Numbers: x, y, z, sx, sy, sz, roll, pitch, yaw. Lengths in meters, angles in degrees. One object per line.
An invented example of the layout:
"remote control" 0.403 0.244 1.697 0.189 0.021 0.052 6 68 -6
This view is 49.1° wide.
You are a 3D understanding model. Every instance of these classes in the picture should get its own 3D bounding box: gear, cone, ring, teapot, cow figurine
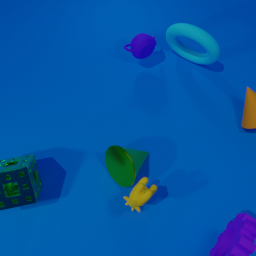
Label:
"gear" 1.817 2.188 5.000 0.262 1.416 1.416 33 67 14
"cone" 0.163 0.747 6.747 1.031 1.027 1.027 -20 61 -40
"ring" 1.768 -2.285 7.708 1.602 1.602 0.320 29 85 14
"teapot" 0.407 -2.314 7.765 1.170 0.727 0.573 -22 65 -27
"cone" 3.137 -0.610 6.970 0.927 0.927 0.930 -31 103 -15
"cow figurine" 0.215 1.497 6.033 0.499 0.909 0.895 41 105 10

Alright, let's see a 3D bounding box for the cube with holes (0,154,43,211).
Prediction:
"cube with holes" -2.447 1.160 6.139 0.839 0.839 0.839 -11 105 -6
